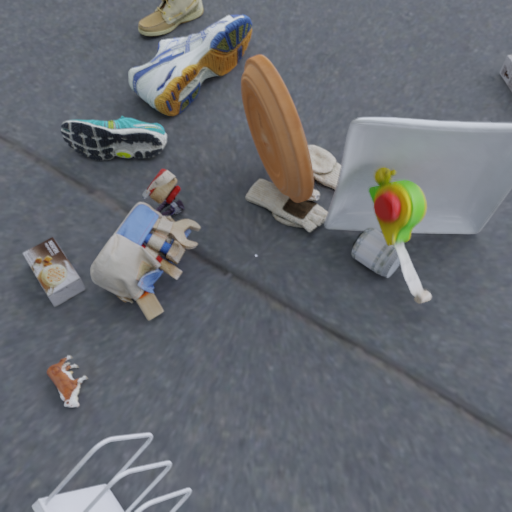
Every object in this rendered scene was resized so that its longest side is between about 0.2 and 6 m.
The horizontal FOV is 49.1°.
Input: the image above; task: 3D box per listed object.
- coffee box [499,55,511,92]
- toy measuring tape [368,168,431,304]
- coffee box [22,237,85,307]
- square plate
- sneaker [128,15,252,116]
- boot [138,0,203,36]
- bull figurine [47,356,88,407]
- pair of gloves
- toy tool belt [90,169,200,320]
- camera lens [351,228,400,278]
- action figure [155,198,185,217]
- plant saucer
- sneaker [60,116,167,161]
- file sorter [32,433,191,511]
[{"bbox_3d":[6.256,-3.961,12.733,0.782,0.545,1.368,-10,58,-6],"label":"coffee box"},{"bbox_3d":[2.472,-0.418,8.995,0.847,0.847,2.301,-17,79,-11],"label":"toy measuring tape"},{"bbox_3d":[-3.633,0.278,10.064,0.628,0.437,1.097,-31,62,-18],"label":"coffee box"},{"bbox_3d":[2.823,-1.311,9.514,2.986,3.014,0.429,2,61,-1],"label":"square plate"},{"bbox_3d":[-1.485,-4.664,12.771,1.472,1.257,3.341,34,63,19],"label":"sneaker"},{"bbox_3d":[-2.159,-6.334,13.719,1.872,1.455,0.681,-32,63,-19],"label":"boot"},{"bbox_3d":[-3.026,2.029,9.038,0.521,0.279,0.857,-36,65,-22],"label":"bull figurine"},{"bbox_3d":[1.000,-1.433,11.223,1.712,0.353,2.014,35,63,20],"label":"pair of gloves"},{"bbox_3d":[-1.709,-0.183,9.751,1.436,1.459,2.336,35,78,-11],"label":"toy tool belt"},{"bbox_3d":[2.197,-0.069,10.156,0.824,0.659,0.659,36,64,21],"label":"camera lens"},{"bbox_3d":[-1.883,-0.766,10.813,0.672,0.358,1.033,42,70,16],"label":"action figure"},{"bbox_3d":[0.298,-2.206,10.064,0.433,2.685,2.685,-21,60,-7],"label":"plant saucer"},{"bbox_3d":[-2.969,-2.518,11.787,2.166,0.839,0.863,5,42,-5],"label":"sneaker"},{"bbox_3d":[-1.475,3.497,7.145,1.285,1.432,2.064,-47,65,5],"label":"file sorter"}]
